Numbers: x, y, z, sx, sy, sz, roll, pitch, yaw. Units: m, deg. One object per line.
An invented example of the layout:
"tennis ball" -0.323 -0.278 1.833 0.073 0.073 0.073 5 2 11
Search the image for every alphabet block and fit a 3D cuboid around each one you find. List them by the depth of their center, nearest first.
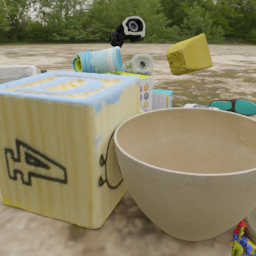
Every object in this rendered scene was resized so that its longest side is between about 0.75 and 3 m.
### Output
"alphabet block" -1.217 0.225 6.105 2.445 2.490 2.432 8 23 22

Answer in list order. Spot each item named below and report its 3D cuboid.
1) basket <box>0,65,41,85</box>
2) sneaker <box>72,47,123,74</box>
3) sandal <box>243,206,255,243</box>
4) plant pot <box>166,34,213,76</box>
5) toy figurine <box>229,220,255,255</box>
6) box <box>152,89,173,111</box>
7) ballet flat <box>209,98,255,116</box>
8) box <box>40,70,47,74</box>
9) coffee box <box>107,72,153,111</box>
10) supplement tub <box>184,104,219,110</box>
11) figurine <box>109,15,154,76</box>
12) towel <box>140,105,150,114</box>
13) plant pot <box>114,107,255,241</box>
"basket" -5.127 -1.872 12.545 2.444 1.657 1.508 -3 6 -1
"sneaker" -0.986 -2.199 9.391 1.546 0.942 2.368 -7 7 5
"sandal" 3.146 1.488 5.282 2.632 0.711 1.057 -12 24 -29
"plant pot" 2.495 -3.007 12.027 1.475 1.466 1.509 -7 17 46
"toy figurine" 2.012 1.893 4.581 0.532 0.468 0.888 29 11 19
"box" 0.554 -1.086 11.583 2.485 1.023 0.611 7 21 16
"ballet flat" 4.460 -0.952 11.785 1.975 0.671 0.675 10 15 23
"box" -5.021 -2.305 14.619 1.751 1.104 1.781 -7 22 -18
"coffee box" -0.381 -1.013 10.231 1.836 1.816 1.834 20 28 41
"supplement tub" 2.607 -0.400 10.034 1.195 0.838 0.838 18 27 38
"figurine" -0.011 -3.020 11.295 0.985 2.289 2.233 -17 9 -22
"towel" 1.272 -0.053 7.856 2.913 0.332 2.092 20 13 -44
"plant pot" 1.153 0.907 5.160 2.747 1.844 2.747 -2 23 1
